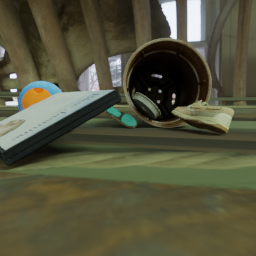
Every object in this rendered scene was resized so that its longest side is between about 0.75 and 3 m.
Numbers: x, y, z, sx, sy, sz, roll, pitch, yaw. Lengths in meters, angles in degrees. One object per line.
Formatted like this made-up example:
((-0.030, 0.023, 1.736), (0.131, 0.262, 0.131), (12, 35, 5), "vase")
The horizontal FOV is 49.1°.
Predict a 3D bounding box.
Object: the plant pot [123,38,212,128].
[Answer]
((1.119, -1.358, 9.910), (2.773, 2.773, 2.745), (0, -1, -4), "plant pot")

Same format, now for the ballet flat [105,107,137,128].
((-0.206, -0.311, 8.724), (1.147, 0.389, 0.432), (30, -19, 14), "ballet flat")

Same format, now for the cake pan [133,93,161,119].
((0.540, -0.649, 8.568), (1.052, 0.193, 1.052), (39, -12, 10), "cake pan")

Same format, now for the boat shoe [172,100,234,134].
((1.975, -0.375, 7.560), (0.731, 0.658, 2.027), (28, -3, -28), "boat shoe")

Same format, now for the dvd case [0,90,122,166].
((-1.483, -0.160, 4.780), (1.825, 0.224, 2.558), (-33, 22, -27), "dvd case")

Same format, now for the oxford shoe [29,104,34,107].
((-1.579, -0.391, 7.620), (1.034, 0.992, 2.801), (-3, 15, 14), "oxford shoe")

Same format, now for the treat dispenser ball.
((-2.626, -0.724, 8.592), (1.409, 1.409, 1.409), (0, 6, 0), "treat dispenser ball")
